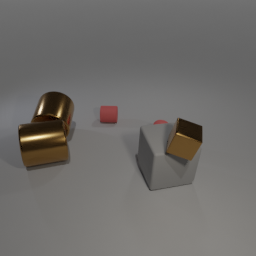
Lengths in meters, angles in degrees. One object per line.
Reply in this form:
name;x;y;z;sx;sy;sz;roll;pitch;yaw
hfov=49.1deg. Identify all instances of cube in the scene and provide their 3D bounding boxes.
cube;1.468;0.287;7.267;0.700;0.700;0.700;19;39;0
cube;1.173;0.809;8.456;1.400;1.400;1.400;-6;36;-13

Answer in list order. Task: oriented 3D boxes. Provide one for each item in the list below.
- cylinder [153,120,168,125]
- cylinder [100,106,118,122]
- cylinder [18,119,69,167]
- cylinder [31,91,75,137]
cylinder;1.145;0.172;10.136;0.700;0.700;0.700;11;40;19
cylinder;-0.806;-0.594;11.912;0.700;0.700;0.700;1;29;2
cylinder;-2.758;0.482;9.210;1.400;1.400;1.400;-9;30;-16
cylinder;-2.812;-0.426;10.570;1.400;1.400;1.400;0;43;0
